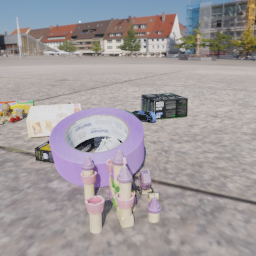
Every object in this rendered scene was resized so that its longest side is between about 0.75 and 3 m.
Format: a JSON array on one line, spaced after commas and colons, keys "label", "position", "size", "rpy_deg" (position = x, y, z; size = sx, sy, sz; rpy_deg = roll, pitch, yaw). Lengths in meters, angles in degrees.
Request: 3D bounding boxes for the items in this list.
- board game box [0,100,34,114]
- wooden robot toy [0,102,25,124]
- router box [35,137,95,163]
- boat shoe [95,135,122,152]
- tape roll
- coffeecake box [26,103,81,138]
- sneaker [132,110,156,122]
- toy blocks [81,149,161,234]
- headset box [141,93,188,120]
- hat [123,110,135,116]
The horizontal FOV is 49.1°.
[{"label": "board game box", "position": [-5.717, -1.039, 14.030], "size": [1.894, 0.382, 1.449], "rpy_deg": [-5, 17, -17]}, {"label": "wooden robot toy", "position": [-5.123, -0.730, 12.157], "size": [0.824, 0.848, 1.870], "rpy_deg": [6, 18, 21]}, {"label": "router box", "position": [-1.846, 0.603, 8.398], "size": [1.182, 0.393, 1.504], "rpy_deg": [5, 17, 17]}, {"label": "boat shoe", "position": [-0.465, 0.582, 7.796], "size": [0.817, 0.778, 2.270], "rpy_deg": [11, 19, 32]}, {"label": "tape roll", "position": [-0.758, 0.392, 7.188], "size": [2.351, 0.771, 2.351], "rpy_deg": [-1, 35, 1]}, {"label": "coffeecake box", "position": [-2.701, -0.330, 10.551], "size": [1.931, 0.705, 1.482], "rpy_deg": [-5, 25, -11]}, {"label": "sneaker", "position": [0.606, -0.472, 12.037], "size": [0.546, 0.492, 1.403], "rpy_deg": [-17, 18, -31]}, {"label": "toy blocks", "position": [-0.099, 0.982, 5.466], "size": [1.577, 1.328, 1.474], "rpy_deg": [-4, 16, -13]}, {"label": "headset box", "position": [1.660, -1.097, 13.317], "size": [1.668, 0.888, 1.915], "rpy_deg": [-6, 17, -16]}, {"label": "hat", "position": [-0.044, 0.116, 10.437], "size": [1.183, 1.257, 1.428], "rpy_deg": [-8, 57, 20]}]
